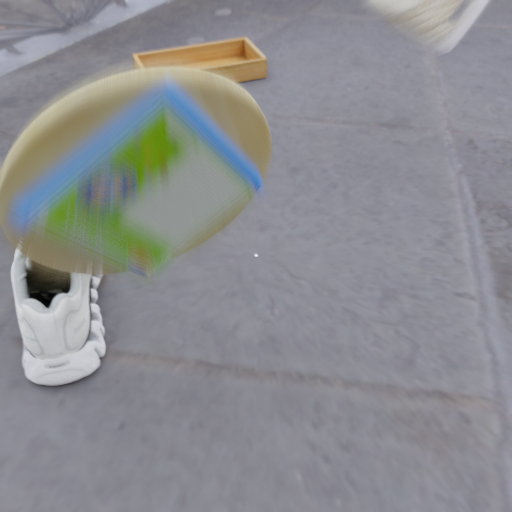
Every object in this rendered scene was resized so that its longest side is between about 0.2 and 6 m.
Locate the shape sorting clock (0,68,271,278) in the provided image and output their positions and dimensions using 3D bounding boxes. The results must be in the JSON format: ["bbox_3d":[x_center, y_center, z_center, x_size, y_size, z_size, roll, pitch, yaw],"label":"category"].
[{"bbox_3d":[-1.148,-0.724,5.742,2.819,2.819,0.553,-21,59,-21],"label":"shape sorting clock"}]

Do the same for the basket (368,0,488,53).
[{"bbox_3d":[2.925,-4.542,9.752,1.137,1.249,1.843,24,22,-28],"label":"basket"}]

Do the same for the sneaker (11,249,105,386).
[{"bbox_3d":[-2.932,0.121,8.153,1.313,1.417,3.496,-14,43,-13],"label":"sneaker"}]

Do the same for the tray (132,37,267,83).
[{"bbox_3d":[-1.406,-4.744,14.052,3.045,0.564,1.502,-14,44,-16],"label":"tray"}]
